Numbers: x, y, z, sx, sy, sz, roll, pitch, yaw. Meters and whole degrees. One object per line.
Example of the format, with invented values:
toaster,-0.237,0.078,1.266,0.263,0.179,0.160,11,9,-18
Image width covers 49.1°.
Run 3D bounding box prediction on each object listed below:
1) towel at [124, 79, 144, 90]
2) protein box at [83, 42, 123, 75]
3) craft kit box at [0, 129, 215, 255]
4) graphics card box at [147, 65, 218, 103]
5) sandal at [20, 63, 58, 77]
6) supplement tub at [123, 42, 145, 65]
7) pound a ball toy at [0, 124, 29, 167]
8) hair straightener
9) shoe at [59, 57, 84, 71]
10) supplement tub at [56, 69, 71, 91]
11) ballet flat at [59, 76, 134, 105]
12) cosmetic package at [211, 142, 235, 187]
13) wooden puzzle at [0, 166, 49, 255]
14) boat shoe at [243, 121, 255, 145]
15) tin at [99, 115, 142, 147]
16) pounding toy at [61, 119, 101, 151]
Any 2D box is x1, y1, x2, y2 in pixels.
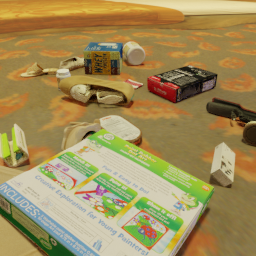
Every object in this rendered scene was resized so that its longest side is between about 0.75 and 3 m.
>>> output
towel,0.014,-1.695,11.234,0.780,0.123,1.084,23,38,33
protein box,-1.089,-3.220,12.863,1.583,1.068,1.571,2,31,4
craft kit box,-0.286,1.286,5.129,2.880,0.699,2.844,27,37,26
graphics card box,2.122,-1.784,10.894,2.409,0.613,1.511,-24,37,-32
sandal,-3.949,-2.653,12.429,1.653,0.544,0.606,-8,31,-13
supplement tub,0.265,-3.725,13.864,0.921,0.921,1.275,-7,32,-11
pound a ball toy,-3.073,0.506,7.234,0.876,0.570,1.343,-34,38,-5
hair straightener,3.502,-0.311,8.687,2.376,0.486,0.914,28,41,32
shoe,-2.530,-3.083,13.223,0.620,0.473,1.773,19,35,28
supplement tub,-2.485,-1.867,10.894,0.544,0.753,0.544,0,31,0
ballet flat,-1.164,-1.273,9.792,2.751,0.944,0.867,3,42,6
cosmetic package,2.262,0.830,6.600,0.459,0.282,1.112,45,36,-7
wooden puzzle,-2.118,1.668,4.859,2.640,0.492,2.443,12,30,-4
boat shoe,4.386,0.181,7.448,2.396,0.858,0.912,17,23,26
tin,-0.266,0.079,8.057,0.943,0.353,1.684,-16,34,-32
pounding toy,-1.149,0.289,6.952,0.841,0.838,1.466,4,12,29
